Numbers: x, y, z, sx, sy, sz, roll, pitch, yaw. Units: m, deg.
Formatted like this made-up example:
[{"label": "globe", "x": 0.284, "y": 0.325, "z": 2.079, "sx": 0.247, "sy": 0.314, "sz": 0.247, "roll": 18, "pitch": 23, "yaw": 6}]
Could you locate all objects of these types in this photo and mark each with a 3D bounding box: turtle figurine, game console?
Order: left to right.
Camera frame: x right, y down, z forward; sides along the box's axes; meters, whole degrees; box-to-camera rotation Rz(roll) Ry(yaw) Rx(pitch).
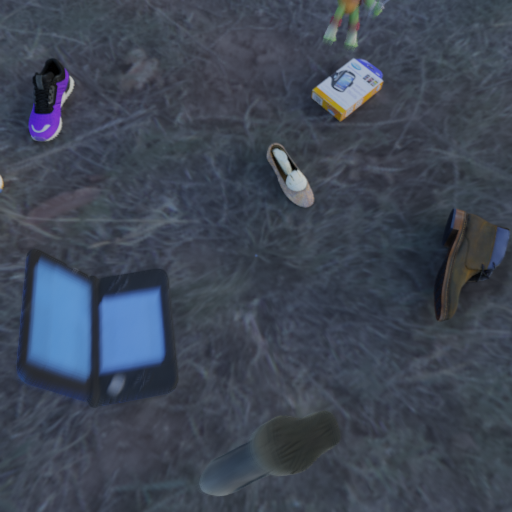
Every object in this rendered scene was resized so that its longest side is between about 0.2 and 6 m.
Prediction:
[{"label": "game console", "x": -1.908, "y": 0.779, "z": 6.974, "sx": 1.603, "sy": 1.111, "sz": 1.878, "roll": -10, "pitch": 54, "yaw": -3}, {"label": "turtle figurine", "x": 1.683, "y": -4.308, "z": 9.687, "sx": 0.916, "sy": 1.234, "sz": 1.273, "roll": -8, "pitch": 32, "yaw": -41}]

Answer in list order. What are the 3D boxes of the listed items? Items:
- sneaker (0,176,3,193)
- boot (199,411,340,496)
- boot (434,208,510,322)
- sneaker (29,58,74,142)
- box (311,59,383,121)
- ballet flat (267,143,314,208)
[{"label": "sneaker", "x": -6.187, "y": -0.955, "z": 11.096, "sx": 0.951, "sy": 1.113, "sz": 2.525, "roll": 24, "pitch": 70, "yaw": 9}, {"label": "boot", "x": -0.068, "y": 2.706, "z": 7.463, "sx": 2.014, "sy": 1.831, "sz": 0.731, "roll": -28, "pitch": 65, "yaw": 32}, {"label": "boot", "x": 4.136, "y": 0.231, "z": 10.689, "sx": 1.183, "sy": 0.911, "sz": 2.440, "roll": 15, "pitch": 65, "yaw": 9}, {"label": "sneaker", "x": -4.630, "y": -3.492, "z": 12.268, "sx": 0.684, "sy": 0.979, "sz": 1.968, "roll": 5, "pitch": 66, "yaw": 2}, {"label": "box", "x": 2.139, "y": -3.850, "z": 12.801, "sx": 1.567, "sy": 0.325, "sz": 0.933, "roll": -39, "pitch": 72, "yaw": -18}, {"label": "ballet flat", "x": 0.683, "y": -1.719, "z": 11.736, "sx": 0.545, "sy": 0.538, "sz": 1.601, "roll": -30, "pitch": 70, "yaw": -11}]
